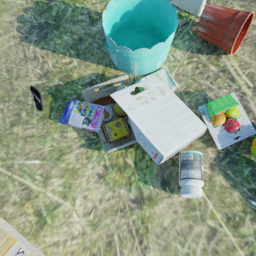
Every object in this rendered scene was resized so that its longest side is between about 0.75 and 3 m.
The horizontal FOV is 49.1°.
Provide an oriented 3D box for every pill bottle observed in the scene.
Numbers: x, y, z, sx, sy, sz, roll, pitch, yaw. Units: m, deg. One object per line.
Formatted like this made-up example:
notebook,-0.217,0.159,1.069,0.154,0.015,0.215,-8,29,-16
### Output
pill bottle,2.145,1.576,9.519,0.833,0.833,1.473,4,68,2

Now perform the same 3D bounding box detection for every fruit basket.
fruit basket,3.664,-0.277,10.445,1.624,0.822,1.753,-23,85,-9

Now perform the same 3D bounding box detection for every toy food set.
toy food set,-0.368,-0.555,10.409,1.938,0.816,2.700,-21,69,-9

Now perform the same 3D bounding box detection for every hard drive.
hard drive,2.685,-5.985,11.854,1.517,2.300,0.302,32,69,13

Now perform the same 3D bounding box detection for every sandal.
sandal,-3.082,-0.971,9.476,0.374,0.985,0.211,12,40,24

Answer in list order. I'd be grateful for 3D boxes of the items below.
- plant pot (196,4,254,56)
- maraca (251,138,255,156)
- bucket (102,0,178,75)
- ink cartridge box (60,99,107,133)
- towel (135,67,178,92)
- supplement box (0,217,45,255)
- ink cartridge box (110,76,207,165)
plant pot,3.878,-4.148,11.507,1.762,1.812,1.812,30,70,21
maraca,5.123,0.457,9.891,1.738,1.191,0.930,-39,116,-17
bucket,0.433,-3.690,11.123,2.952,1.920,2.952,0,67,0
ink cartridge box,-1.733,-0.492,10.516,1.650,0.346,0.984,12,74,16
towel,1.145,-1.752,11.233,1.466,0.225,1.094,-26,69,-10
supplement box,-3.766,3.978,8.493,2.367,0.870,1.492,34,72,12
ink cartridge box,1.025,-0.395,10.080,2.365,0.731,2.915,-28,65,-32
